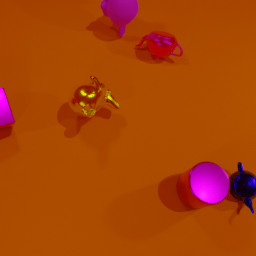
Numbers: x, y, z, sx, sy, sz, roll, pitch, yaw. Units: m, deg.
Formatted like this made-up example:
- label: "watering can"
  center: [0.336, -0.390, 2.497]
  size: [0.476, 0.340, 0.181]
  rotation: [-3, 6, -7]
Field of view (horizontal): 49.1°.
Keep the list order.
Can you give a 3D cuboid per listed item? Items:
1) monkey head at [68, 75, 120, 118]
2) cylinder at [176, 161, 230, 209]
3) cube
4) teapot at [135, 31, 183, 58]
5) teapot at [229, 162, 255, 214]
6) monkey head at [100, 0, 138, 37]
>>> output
- label: "monkey head"
  center: [-0.868, -0.644, 6.982]
  size: [0.999, 1.193, 1.658]
  rotation: [-48, 25, -1]
- label: "cylinder"
  center: [1.611, 1.271, 6.137]
  size: [0.898, 0.898, 0.898]
  rotation: [3, 69, -7]
- label: "cube"
  center: [-3.363, -0.369, 6.803]
  size: [0.905, 0.905, 0.905]
  rotation: [-19, 92, -27]
- label: "teapot"
  center: [0.925, -2.454, 8.315]
  size: [1.503, 0.736, 0.935]
  rotation: [22, 33, 16]
- label: "teapot"
  center: [2.641, 1.335, 6.318]
  size: [0.709, 0.558, 1.140]
  rotation: [-11, 75, 9]
- label: "monkey head"
  center: [-0.115, -3.720, 8.376]
  size: [1.070, 1.776, 1.278]
  rotation: [35, 51, 5]
